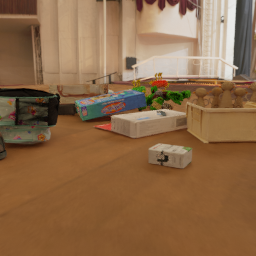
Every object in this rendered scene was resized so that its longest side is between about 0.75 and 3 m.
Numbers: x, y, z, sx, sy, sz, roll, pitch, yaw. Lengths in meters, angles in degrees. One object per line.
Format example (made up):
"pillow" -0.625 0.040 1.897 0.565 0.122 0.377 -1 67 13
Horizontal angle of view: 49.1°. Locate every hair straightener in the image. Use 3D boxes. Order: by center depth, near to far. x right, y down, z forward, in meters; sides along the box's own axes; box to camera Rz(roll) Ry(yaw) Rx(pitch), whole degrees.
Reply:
"hair straightener" -3.648 -0.862 12.826 2.802 0.573 1.078 4 12 12

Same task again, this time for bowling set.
"bowling set" 4.367 -1.310 12.530 2.948 1.582 2.052 3 12 12

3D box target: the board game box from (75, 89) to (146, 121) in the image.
"board game box" -0.835 -1.068 12.189 2.731 0.614 2.077 -13 16 -13

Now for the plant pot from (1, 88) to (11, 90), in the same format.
"plant pot" -5.676 -1.133 12.578 1.831 1.227 1.831 0 11 0

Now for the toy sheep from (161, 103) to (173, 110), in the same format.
"toy sheep" 1.751 -0.940 13.421 0.838 0.578 0.578 -5 11 -2

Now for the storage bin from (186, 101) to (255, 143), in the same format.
"storage bin" 3.107 -0.260 8.741 2.147 1.006 2.131 -1 12 -4

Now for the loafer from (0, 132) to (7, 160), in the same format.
"loafer" -3.501 0.515 5.751 0.730 0.639 2.031 7 13 31

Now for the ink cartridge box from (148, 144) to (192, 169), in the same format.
"ink cartridge box" 0.919 0.597 6.120 0.809 0.336 0.593 7 13 31

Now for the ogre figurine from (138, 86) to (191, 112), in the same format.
"ogre figurine" 1.555 -1.387 13.476 2.612 1.281 1.566 -35 19 -7

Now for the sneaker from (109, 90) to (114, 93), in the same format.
"sneaker" -2.036 -1.782 16.770 2.313 0.920 1.510 -5 6 26

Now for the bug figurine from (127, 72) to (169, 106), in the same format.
"bug figurine" 0.844 -1.733 14.779 2.208 0.732 2.847 -12 -22 -25

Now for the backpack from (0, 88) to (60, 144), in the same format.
"backpack" -2.998 -0.365 7.767 2.032 1.558 1.786 8 6 -14

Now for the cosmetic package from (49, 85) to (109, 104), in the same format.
"cosmetic package" -2.416 -1.535 14.189 2.877 1.255 1.487 -1 5 -6

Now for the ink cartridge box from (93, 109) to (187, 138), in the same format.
"ink cartridge box" 0.457 -0.276 9.924 2.627 0.587 2.314 -9 15 -40
